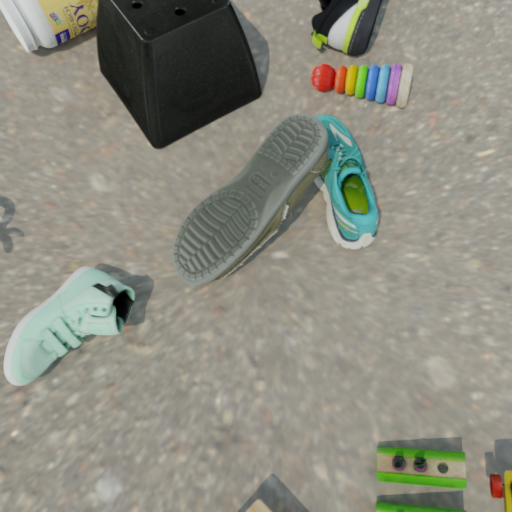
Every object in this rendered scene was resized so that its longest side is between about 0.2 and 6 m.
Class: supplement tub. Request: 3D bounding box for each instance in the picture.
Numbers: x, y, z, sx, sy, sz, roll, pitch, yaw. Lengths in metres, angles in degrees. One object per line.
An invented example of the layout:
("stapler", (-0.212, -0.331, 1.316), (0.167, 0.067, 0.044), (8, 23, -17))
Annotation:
("supplement tub", (-3.622, -4.608, 10.147), (1.798, 1.307, 1.307), (-33, 70, -13))

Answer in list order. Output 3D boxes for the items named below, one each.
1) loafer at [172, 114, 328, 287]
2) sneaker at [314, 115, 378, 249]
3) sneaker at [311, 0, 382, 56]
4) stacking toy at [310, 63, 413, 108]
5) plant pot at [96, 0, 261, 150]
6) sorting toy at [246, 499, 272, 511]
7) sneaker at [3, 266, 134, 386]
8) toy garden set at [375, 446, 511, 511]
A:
("loafer", (0.034, -0.663, 8.343), (3.056, 1.064, 1.149), (-45, 62, 8))
("sneaker", (1.436, -1.314, 8.846), (0.938, 0.964, 2.420), (-13, 66, -6))
("sneaker", (1.789, -5.146, 10.490), (1.290, 1.117, 3.116), (16, 67, 7))
("stacking toy", (1.821, -3.086, 9.842), (1.729, 0.738, 0.738), (11, 66, 11))
("plant pot", (-1.388, -3.583, 9.321), (2.229, 1.982, 2.234), (-30, 68, -13))
("sorting toy", (0.061, 3.746, 6.771), (1.114, 0.388, 1.107), (43, 85, 16))
("sneaker", (-2.521, 1.024, 7.699), (1.157, 0.722, 1.961), (15, 59, 34))
("toy garden set", (2.448, 3.610, 6.580), (2.103, 0.503, 2.523), (-1, 65, 16))
